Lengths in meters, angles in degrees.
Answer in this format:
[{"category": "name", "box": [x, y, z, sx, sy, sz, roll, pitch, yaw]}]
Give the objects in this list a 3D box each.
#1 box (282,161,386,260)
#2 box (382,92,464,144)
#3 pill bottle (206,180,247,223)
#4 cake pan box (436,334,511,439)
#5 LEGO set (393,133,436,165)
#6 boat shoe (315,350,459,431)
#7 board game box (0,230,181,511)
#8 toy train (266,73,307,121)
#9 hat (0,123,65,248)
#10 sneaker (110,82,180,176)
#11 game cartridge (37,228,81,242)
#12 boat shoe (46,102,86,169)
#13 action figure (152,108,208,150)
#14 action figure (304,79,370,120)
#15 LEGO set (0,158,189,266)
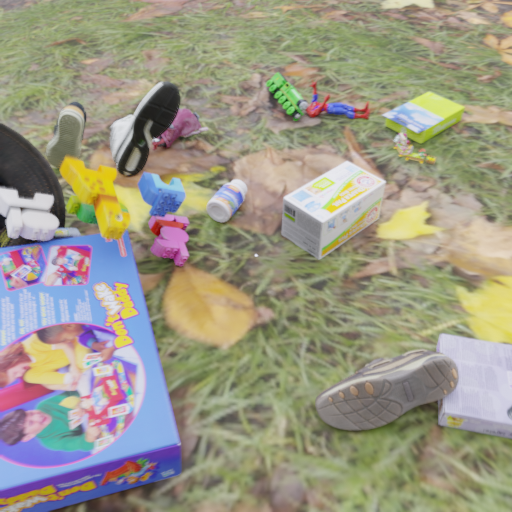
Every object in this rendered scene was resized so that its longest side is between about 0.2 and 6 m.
[{"category": "box", "box": [1.563, -0.955, 11.272, 1.919, 0.973, 1.080, -33, 52, -30]}, {"category": "box", "box": [4.277, -3.553, 14.417, 1.958, 0.467, 1.194, -31, 51, -29]}, {"category": "pill bottle", "box": [-0.584, -1.193, 11.839, 0.552, 0.552, 0.984, 18, 47, 19]}, {"category": "cake pan box", "box": [3.544, 1.959, 8.590, 1.464, 0.416, 1.590, 9, 44, 6]}, {"category": "LEGO set", "box": [3.745, -2.603, 13.414, 0.566, 0.458, 1.230, -23, 48, -23]}, {"category": "boat shoe", "box": [1.913, 1.981, 8.389, 2.141, 0.798, 0.785, -16, 9, -1]}, {"category": "board game box", "box": [-2.961, 1.498, 8.377, 2.815, 0.937, 4.186, -9, 47, -16]}, {"category": "toy train", "box": [0.842, -4.338, 15.147, 0.582, 0.431, 2.065, -42, 44, 14]}, {"category": "hat", "box": [-5.435, -0.852, 10.237, 3.879, 3.879, 1.565, -10, 7, -11]}, {"category": "sneaker", "box": [-2.707, -3.118, 12.720, 0.891, 2.362, 1.359, 14, 30, -46]}, {"category": "game cartridge", "box": [-3.440, -0.367, 9.742, 0.711, 0.144, 0.474, -5, 15, -23]}, {"category": "boat shoe", "box": [-4.203, -2.656, 12.520, 0.721, 1.933, 0.602, 20, 50, -17]}, {"category": "action figure", "box": [-2.079, -3.024, 13.869, 0.949, 1.055, 1.417, -7, 42, 56]}, {"category": "action figure", "box": [2.036, -4.091, 14.720, 1.878, 0.929, 0.613, 1, 43, 5]}, {"category": "LEGO set", "box": [-2.367, -0.626, 9.626, 3.602, 1.374, 1.478, 6, 46, -38]}]
